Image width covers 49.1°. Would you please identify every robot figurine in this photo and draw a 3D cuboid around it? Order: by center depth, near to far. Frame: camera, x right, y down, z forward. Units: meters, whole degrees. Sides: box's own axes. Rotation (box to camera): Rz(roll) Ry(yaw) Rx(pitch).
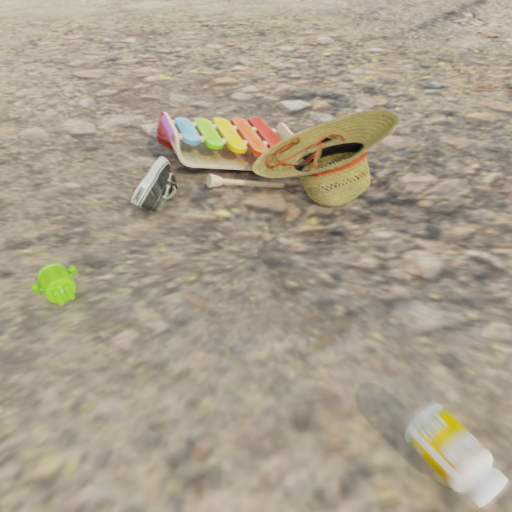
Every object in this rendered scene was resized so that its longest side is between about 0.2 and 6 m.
[{"bbox_3d":[-2.839,0.384,7.964,0.658,0.434,0.750,-31,44,-17],"label":"robot figurine"}]

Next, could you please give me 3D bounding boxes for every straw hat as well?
[{"bbox_3d":[1.358,-1.519,9.905,2.664,1.127,2.664,-19,25,9],"label":"straw hat"}]

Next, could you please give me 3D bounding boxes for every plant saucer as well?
[{"bbox_3d":[-1.550,-2.441,11.802,1.224,0.225,1.227,24,31,-20],"label":"plant saucer"}]

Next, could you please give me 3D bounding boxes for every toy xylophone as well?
[{"bbox_3d":[-0.417,-2.086,10.892,2.765,0.695,2.025,-7,40,-31],"label":"toy xylophone"}]

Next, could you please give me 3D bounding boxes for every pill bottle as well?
[{"bbox_3d":[1.902,1.899,5.337,0.502,0.502,0.890,-21,46,-27],"label":"pill bottle"}]

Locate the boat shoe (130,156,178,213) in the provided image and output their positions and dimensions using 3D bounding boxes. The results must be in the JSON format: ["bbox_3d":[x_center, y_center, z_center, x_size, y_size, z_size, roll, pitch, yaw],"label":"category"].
[{"bbox_3d":[-1.775,-1.252,10.230,0.601,0.668,1.889,30,25,-11],"label":"boat shoe"}]
